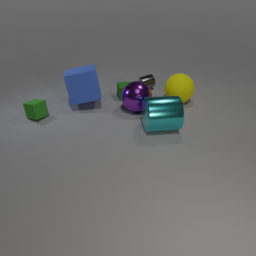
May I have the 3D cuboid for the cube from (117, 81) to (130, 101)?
[{"bbox_3d":[-0.151,-1.869,14.087,0.700,0.700,0.700,-6,34,-10],"label":"cube"}]

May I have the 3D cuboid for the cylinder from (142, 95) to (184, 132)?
[{"bbox_3d":[1.355,-0.567,11.185,1.400,1.400,1.400,-4,31,-7],"label":"cylinder"}]

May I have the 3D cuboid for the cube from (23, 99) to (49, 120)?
[{"bbox_3d":[-4.004,-0.825,12.195,0.700,0.700,0.700,9,27,33],"label":"cube"}]

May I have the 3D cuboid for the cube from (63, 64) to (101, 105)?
[{"bbox_3d":[-2.069,-2.024,12.963,1.400,1.400,1.400,-12,23,-2],"label":"cube"}]

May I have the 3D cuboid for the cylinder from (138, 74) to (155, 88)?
[{"bbox_3d":[1.017,-2.477,15.080,0.700,0.700,0.700,-19,34,-15],"label":"cylinder"}]

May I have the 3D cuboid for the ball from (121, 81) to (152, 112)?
[{"bbox_3d":[0.390,-1.413,12.634,1.400,1.400,1.400,0,30,0],"label":"ball"}]

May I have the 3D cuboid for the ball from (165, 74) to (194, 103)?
[{"bbox_3d":[2.469,-1.901,13.461,1.400,1.400,1.400,0,30,0],"label":"ball"}]
